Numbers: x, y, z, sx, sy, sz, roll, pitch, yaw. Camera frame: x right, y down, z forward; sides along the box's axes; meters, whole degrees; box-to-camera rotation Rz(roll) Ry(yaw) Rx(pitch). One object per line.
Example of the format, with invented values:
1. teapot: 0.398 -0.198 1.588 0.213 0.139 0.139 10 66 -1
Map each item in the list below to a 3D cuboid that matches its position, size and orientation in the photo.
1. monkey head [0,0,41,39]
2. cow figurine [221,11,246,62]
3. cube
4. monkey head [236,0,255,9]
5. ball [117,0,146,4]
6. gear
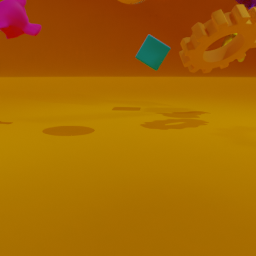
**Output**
1. monkey head: -2.644 -2.605 6.696 0.984 1.368 0.824 15 -26 15
2. cow figurine: 3.369 -2.875 8.811 0.740 1.326 1.348 16 4 41
3. cube: 0.895 -2.685 10.108 0.910 0.910 0.910 32 12 -2
4. monkey head: 3.473 -3.784 7.816 1.023 1.698 1.222 -16 -18 17
5. ball: 0.068 -3.047 5.430 1.191 1.191 1.191 0 11 0
6. gear: 2.292 -2.097 6.904 2.010 0.372 2.010 -14 -21 -6
